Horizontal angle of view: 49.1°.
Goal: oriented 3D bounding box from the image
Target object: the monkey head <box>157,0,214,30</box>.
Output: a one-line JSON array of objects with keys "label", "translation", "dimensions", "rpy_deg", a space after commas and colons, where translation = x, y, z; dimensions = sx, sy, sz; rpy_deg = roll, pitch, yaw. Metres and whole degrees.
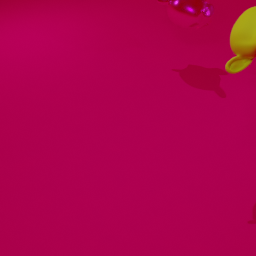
[{"label": "monkey head", "translation": [1.856, -3.562, 8.004], "dimensions": [1.994, 1.434, 1.201], "rpy_deg": [37, 18, 35]}]

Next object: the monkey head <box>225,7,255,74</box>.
[{"label": "monkey head", "translation": [2.030, -1.332, 4.141], "dimensions": [0.945, 0.791, 1.313], "rpy_deg": [33, 80, -12]}]
